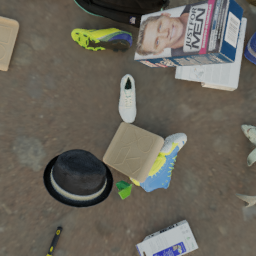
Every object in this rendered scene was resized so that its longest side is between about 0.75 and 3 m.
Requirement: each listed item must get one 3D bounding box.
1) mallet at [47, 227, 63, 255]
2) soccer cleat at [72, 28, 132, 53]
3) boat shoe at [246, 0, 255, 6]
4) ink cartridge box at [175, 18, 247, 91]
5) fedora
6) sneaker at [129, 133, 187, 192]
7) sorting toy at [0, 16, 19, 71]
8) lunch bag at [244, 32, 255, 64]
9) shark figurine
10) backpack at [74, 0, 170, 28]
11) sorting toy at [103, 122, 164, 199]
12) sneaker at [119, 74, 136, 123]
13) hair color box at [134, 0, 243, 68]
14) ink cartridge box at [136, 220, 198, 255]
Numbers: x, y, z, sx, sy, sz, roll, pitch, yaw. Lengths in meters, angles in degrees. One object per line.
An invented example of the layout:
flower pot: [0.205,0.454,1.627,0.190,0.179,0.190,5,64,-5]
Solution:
mallet: [-2.594,4.040,8.872,0.622,0.389,1.890,13,83,4]
soccer cleat: [-0.822,-2.930,9.080,1.974,0.638,0.826,10,56,6]
boat shoe: [4.726,-4.336,9.018,2.041,0.735,0.689,4,82,-6]
ink cartridge box: [2.624,-2.485,9.023,1.998,0.501,2.302,9,88,1]
fedora: [-1.213,1.119,7.154,1.838,0.840,1.838,9,47,-10]
sneaker: [1.131,1.154,8.805,2.199,0.833,1.155,-38,100,6]
sorting toy: [-4.461,-2.833,9.164,1.540,0.303,1.663,14,92,1]
lunch bag: [4.715,-2.443,8.668,1.870,1.237,1.270,34,73,3]
shark figurine: [4.333,1.230,8.709,1.570,1.097,2.628,0,78,34]
backpack: [-0.213,-4.284,8.119,2.784,2.447,2.134,6,83,-3]
sorting toy: [0.006,1.026,8.700,1.615,0.322,2.185,24,84,32]
sneaker: [-0.028,-0.939,8.901,0.554,0.632,1.577,-3,89,-2]
hair color box: [1.028,-1.676,5.166,0.573,1.894,0.947,11,88,-44]
ink cartridge box: [1.211,3.686,8.851,1.788,0.351,0.889,-22,88,-2]
